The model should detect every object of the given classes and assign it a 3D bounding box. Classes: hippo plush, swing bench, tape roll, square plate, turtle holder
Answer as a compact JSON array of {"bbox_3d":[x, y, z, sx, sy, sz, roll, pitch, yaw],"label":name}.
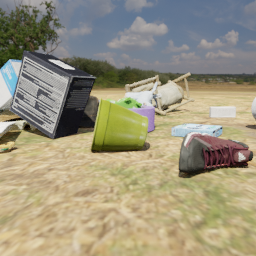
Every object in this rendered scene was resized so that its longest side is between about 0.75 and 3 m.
[{"bbox_3d":[0.723,-0.851,12.692,1.874,1.492,1.507,-16,39,9],"label":"hippo plush"},{"bbox_3d":[1.766,-1.930,15.673,2.676,1.745,2.690,-24,19,-37],"label":"swing bench"},{"bbox_3d":[0.005,-0.358,10.157,1.939,0.824,1.939,0,9,0],"label":"tape roll"},{"bbox_3d":[-4.808,0.188,7.921,2.764,0.397,2.791,-4,8,-13],"label":"square plate"},{"bbox_3d":[-0.161,-0.635,10.135,1.226,0.931,0.870,-8,6,-24],"label":"turtle holder"}]

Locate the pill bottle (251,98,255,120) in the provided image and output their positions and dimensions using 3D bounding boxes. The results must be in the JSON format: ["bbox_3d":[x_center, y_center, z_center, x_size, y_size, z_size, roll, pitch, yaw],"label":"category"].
[{"bbox_3d":[5.362,-0.517,8.878,1.559,1.559,2.784,-3,10,-19],"label":"pill bottle"}]

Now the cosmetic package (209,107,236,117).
[{"bbox_3d":[4.608,-0.783,13.675,1.228,0.507,0.311,0,10,-3],"label":"cosmetic package"}]

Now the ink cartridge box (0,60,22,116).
[{"bbox_3d":[-4.329,-1.322,10.911,2.832,1.185,2.054,-31,-7,28],"label":"ink cartridge box"}]

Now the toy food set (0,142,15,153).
[{"bbox_3d":[-3.315,0.496,7.052,0.780,0.190,0.772,2,10,11],"label":"toy food set"}]

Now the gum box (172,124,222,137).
[{"bbox_3d":[2.251,0.097,9.103,1.324,0.295,1.125,6,11,32],"label":"gum box"}]

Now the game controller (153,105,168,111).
[{"bbox_3d":[1.249,-1.342,16.977,2.425,0.511,1.265,4,10,25],"label":"game controller"}]

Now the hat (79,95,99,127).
[{"bbox_3d":[-1.937,-0.783,11.730,2.926,1.180,2.926,0,9,0],"label":"hat"}]

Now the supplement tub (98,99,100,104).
[{"bbox_3d":[-1.506,-0.951,13.556,0.879,0.879,1.434,-9,13,-42],"label":"supplement tub"}]

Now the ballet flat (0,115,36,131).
[{"bbox_3d":[-3.750,-0.193,10.052,2.052,0.696,0.742,-6,32,-31],"label":"ballet flat"}]

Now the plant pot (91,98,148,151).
[{"bbox_3d":[-0.194,0.027,7.124,1.292,1.342,1.342,11,8,-6],"label":"plant pot"}]

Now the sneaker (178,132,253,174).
[{"bbox_3d":[1.810,0.484,5.522,1.173,0.768,2.030,9,12,29],"label":"sneaker"}]

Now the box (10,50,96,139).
[{"bbox_3d":[-2.454,-1.094,9.023,2.089,2.072,1.287,30,20,21],"label":"box"}]
